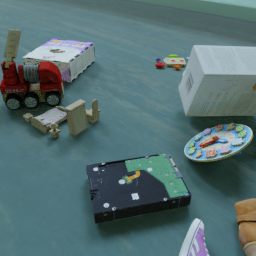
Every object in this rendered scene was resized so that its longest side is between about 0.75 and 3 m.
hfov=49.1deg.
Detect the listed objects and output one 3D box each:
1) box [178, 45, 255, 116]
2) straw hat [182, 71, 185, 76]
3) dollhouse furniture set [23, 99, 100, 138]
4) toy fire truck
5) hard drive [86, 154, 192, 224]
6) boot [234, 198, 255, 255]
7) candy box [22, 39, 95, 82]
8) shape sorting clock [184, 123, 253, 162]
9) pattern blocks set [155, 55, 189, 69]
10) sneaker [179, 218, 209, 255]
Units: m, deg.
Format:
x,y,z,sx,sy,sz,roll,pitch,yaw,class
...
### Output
x,y,z,sx,sy,sz,roll,pitch,yaw,class
3.119,-1.443,8.882,2.485,1.892,1.321,-1,54,-10,box
3.540,-2.567,11.515,2.650,1.121,2.650,-1,36,0,straw hat
-2.158,-0.652,8.980,1.955,0.954,1.667,25,42,30,dollhouse furniture set
-3.407,-2.050,9.719,2.066,2.347,1.510,-6,37,-8,toy fire truck
0.186,1.351,6.643,2.205,0.417,1.540,-9,37,-11,hard drive
3.192,2.037,5.402,2.049,0.755,1.585,1,35,1,boot
-2.937,-3.043,12.337,2.144,0.914,2.556,10,36,14,candy box
2.365,0.345,7.478,1.809,0.355,1.809,-24,21,10,shape sorting clock
2.165,-3.082,13.057,1.733,0.140,1.523,5,36,7,pattern blocks set
1.359,2.448,5.098,0.868,0.551,1.522,18,47,14,sneaker
